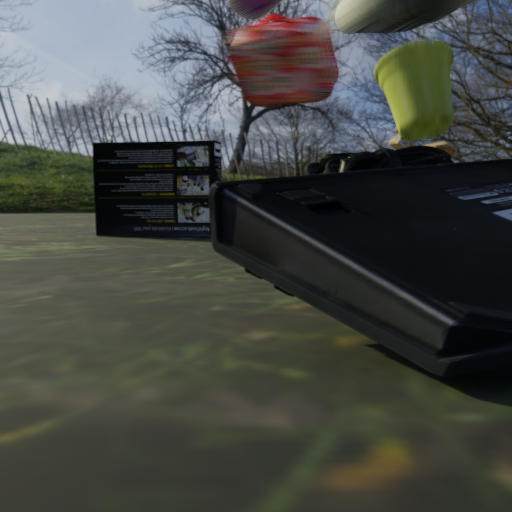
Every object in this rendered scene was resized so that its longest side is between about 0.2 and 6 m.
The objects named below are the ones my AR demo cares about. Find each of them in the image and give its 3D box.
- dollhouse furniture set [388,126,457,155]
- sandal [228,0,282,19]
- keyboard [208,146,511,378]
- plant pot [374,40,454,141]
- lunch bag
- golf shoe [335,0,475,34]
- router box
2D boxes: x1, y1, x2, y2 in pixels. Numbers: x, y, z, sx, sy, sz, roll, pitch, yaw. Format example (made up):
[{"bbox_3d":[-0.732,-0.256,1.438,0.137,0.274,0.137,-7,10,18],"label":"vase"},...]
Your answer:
[{"bbox_3d":[3.706,-1.297,11.572,2.328,2.138,1.515,30,-9,-23],"label":"dollhouse furniture set"},{"bbox_3d":[0.422,-3.636,6.773,0.939,0.567,2.307,19,-31,-22],"label":"sandal"},{"bbox_3d":[1.733,-0.301,4.353,4.390,0.563,2.636,-10,31,-38],"label":"keyboard"},{"bbox_3d":[2.248,-2.193,7.722,1.099,1.011,1.099,-5,-16,-1],"label":"plant pot"},{"bbox_3d":[0.469,-3.646,10.351,1.887,1.662,0.773,4,51,28],"label":"lunch bag"},{"bbox_3d":[2.157,-3.250,6.016,3.075,1.187,1.354,-30,14,-25],"label":"golf shoe"},{"bbox_3d":[-2.279,-1.537,12.949,2.923,2.180,0.746,1,7,11],"label":"router box"}]
